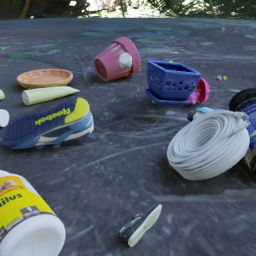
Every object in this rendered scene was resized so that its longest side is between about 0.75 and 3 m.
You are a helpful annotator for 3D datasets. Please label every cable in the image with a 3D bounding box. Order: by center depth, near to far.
[{"bbox_3d":[2.015,0.394,7.227,2.108,0.730,2.109,-41,17,2],"label":"cable"}]

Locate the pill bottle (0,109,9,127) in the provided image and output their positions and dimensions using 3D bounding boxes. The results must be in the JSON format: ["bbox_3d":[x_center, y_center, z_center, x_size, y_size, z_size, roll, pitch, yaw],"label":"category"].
[{"bbox_3d":[-4.925,-0.392,9.871,1.249,0.708,0.708,6,28,11],"label":"pill bottle"}]

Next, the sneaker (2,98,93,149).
[{"bbox_3d":[-2.422,0.111,8.649,2.958,1.217,1.094,-15,55,7],"label":"sneaker"}]

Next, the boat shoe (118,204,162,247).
[{"bbox_3d":[0.284,1.878,5.710,0.394,0.418,1.165,25,38,33],"label":"boat shoe"}]

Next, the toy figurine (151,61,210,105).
[{"bbox_3d":[2.343,-1.582,11.744,2.023,1.650,2.198,22,55,20],"label":"toy figurine"}]

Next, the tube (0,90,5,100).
[{"bbox_3d":[-6.078,-1.144,11.713,1.725,0.448,0.500,-31,1,-38],"label":"tube"}]

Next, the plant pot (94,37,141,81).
[{"bbox_3d":[-0.666,-3.457,14.722,1.869,2.088,2.088,-33,39,-23],"label":"plant pot"}]

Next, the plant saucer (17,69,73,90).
[{"bbox_3d":[-4.124,-2.402,14.068,2.684,0.502,2.684,0,26,0],"label":"plant saucer"}]

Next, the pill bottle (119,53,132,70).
[{"bbox_3d":[-0.092,-2.364,9.882,0.452,0.452,0.797,0,-1,1],"label":"pill bottle"}]

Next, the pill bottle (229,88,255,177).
[{"bbox_3d":[3.629,0.077,7.556,1.424,1.424,2.546,-1,42,-2],"label":"pill bottle"}]

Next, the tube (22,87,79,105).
[{"bbox_3d":[-3.371,-1.513,12.311,2.402,0.624,0.697,-20,72,-40],"label":"tube"}]

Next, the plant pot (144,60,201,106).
[{"bbox_3d":[1.515,-1.602,10.263,1.509,1.357,1.509,1,26,-23],"label":"plant pot"}]

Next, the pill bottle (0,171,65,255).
[{"bbox_3d":[-2.191,1.651,5.312,1.178,1.178,2.157,-21,33,-35],"label":"pill bottle"}]

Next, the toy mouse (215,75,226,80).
[{"bbox_3d":[4.930,-2.713,15.062,0.676,0.147,0.760,15,30,27],"label":"toy mouse"}]

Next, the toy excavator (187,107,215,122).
[{"bbox_3d":[2.867,-0.341,9.619,1.445,1.405,0.722,-45,43,-17],"label":"toy excavator"}]
